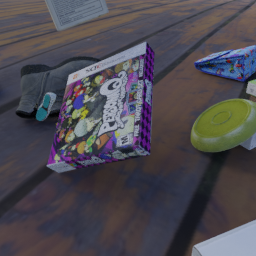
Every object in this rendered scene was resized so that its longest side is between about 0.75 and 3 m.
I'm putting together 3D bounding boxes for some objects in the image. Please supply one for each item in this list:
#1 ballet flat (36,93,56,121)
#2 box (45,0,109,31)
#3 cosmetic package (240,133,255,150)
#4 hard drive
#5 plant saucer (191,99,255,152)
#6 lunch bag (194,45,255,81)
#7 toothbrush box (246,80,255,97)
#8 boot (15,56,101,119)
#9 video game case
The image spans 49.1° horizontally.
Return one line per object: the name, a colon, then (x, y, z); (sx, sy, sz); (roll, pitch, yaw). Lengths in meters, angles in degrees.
ballet flat: (-1.894, -0.492, 6.593); (0.300, 0.837, 0.300); (24, 35, -18)
box: (-1.580, -3.839, 6.428); (1.351, 2.845, 1.106); (-21, 21, -5)
cosmetic package: (4.118, -0.319, 8.006); (2.525, 1.042, 0.639); (-18, 34, -28)
hard drive: (2.675, 2.212, 4.502); (2.700, 0.355, 1.781); (-12, 33, -20)
plant saucer: (2.528, -0.176, 7.459); (2.010, 0.312, 2.010); (-30, 24, 15)
lunch bag: (4.282, -2.906, 12.455); (2.419, 1.138, 1.821); (11, 32, 40)
toothbrush box: (5.132, -1.503, 10.456); (1.104, 0.475, 0.804); (-19, 36, -27)
boot: (-2.135, -1.197, 9.133); (2.910, 0.985, 1.901); (-9, 64, 0)
video game case: (-0.600, -0.475, 6.609); (2.536, 0.501, 2.798); (-14, 54, 31)
